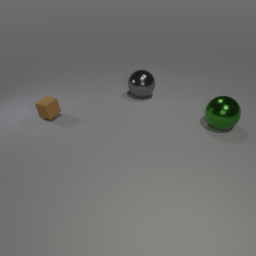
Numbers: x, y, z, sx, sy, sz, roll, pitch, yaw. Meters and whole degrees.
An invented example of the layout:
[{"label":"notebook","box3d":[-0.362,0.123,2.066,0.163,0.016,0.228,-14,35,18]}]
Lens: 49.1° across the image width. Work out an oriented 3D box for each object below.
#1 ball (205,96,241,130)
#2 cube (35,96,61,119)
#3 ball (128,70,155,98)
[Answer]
[{"label":"ball","box3d":[3.844,-0.612,11.378,1.400,1.400,1.400,0,30,0]},{"label":"cube","box3d":[-3.482,-0.895,12.217,0.700,0.700,0.700,14,41,30]},{"label":"ball","box3d":[0.687,-2.241,14.197,1.400,1.400,1.400,0,30,0]}]
